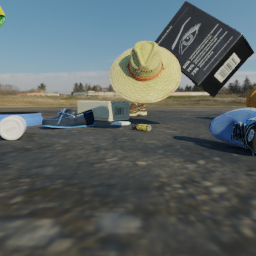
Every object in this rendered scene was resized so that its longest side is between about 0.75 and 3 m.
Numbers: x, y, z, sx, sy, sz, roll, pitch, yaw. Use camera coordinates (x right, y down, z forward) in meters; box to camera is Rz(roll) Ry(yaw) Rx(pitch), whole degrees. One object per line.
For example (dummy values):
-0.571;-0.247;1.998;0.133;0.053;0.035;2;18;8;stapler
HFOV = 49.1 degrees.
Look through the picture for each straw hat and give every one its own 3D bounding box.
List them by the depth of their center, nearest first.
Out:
0.544;-2.115;8.806;2.533;2.533;1.072;0;-31;3;straw hat

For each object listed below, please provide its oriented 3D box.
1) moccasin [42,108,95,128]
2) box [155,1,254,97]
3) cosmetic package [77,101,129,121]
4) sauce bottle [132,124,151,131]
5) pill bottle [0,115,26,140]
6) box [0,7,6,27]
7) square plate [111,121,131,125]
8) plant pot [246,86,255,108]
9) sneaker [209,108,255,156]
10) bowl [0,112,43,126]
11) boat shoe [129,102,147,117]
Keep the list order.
-2.394;-0.411;11.245;0.923;0.782;2.293;5;8;42;moccasin
2.609;-2.875;10.195;1.489;2.112;2.854;18;27;-50;box
-1.415;-0.998;15.618;1.502;1.061;2.902;-5;7;-41;cosmetic package
0.470;-0.017;10.134;0.785;0.254;0.254;2;6;43;sauce bottle
-3.374;-0.039;8.278;0.669;0.669;1.231;-2;6;-15;pill bottle
-4.495;-3.767;8.906;0.863;1.472;0.356;-33;-5;26;box
-0.325;-0.217;12.678;0.780;0.112;0.788;2;6;11;square plate
6.779;-1.083;13.275;2.007;2.007;1.405;1;22;12;plant pot
2.737;0.054;5.968;1.104;0.973;2.476;-1;6;-36;sneaker
-5.246;-0.426;12.641;2.731;0.536;2.731;0;6;0;bowl
0.296;-1.216;18.321;0.920;0.922;2.492;5;7;37;boat shoe
